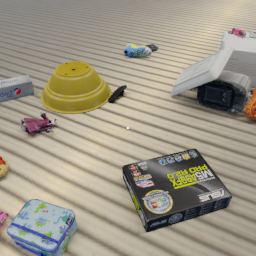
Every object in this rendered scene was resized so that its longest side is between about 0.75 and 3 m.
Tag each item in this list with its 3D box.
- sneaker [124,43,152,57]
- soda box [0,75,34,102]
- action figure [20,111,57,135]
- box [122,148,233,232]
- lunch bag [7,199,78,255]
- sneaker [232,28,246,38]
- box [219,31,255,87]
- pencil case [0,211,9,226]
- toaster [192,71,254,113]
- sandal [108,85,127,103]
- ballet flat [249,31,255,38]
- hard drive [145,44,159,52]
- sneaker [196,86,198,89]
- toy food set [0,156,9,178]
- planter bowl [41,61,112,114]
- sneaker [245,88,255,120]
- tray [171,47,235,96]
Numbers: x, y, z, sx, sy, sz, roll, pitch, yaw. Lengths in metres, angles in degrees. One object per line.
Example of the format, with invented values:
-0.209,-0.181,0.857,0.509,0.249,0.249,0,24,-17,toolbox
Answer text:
0.416,-3.695,13.790,1.452,0.550,0.763,21,57,31,sneaker
-4.646,-1.473,10.769,1.884,0.598,0.643,-18,41,-22,soda box
-2.854,-0.078,9.169,1.142,0.850,0.765,-9,79,-33,action figure
1.157,1.456,7.083,2.213,0.490,1.773,-11,39,-14,box
-1.853,2.190,6.123,1.322,0.545,1.063,14,43,19,lunch bag
4.812,-4.087,11.961,0.381,0.315,0.798,-5,38,-24,sneaker
5.067,-2.952,11.926,2.292,1.498,2.280,9,39,12,box
-3.018,2.301,6.018,0.525,0.509,1.121,3,40,3,pencil case
3.462,-1.403,10.256,2.047,1.163,1.322,17,37,30,toaster
-0.387,-1.292,10.824,0.394,0.251,1.049,12,51,43,sandal
5.558,-3.900,11.678,0.922,0.320,0.320,11,39,14,ballet flat
1.067,-4.114,14.501,0.893,0.189,0.602,-20,42,-23,hard drive
2.917,-1.813,11.425,0.864,0.325,0.451,0,43,7,sneaker
-3.835,1.124,7.714,1.010,0.248,1.020,-15,41,-18,toy food set
-2.027,-1.787,10.737,2.769,1.153,2.769,0,38,0,planter bowl
4.984,-1.078,10.198,2.777,1.013,1.071,-34,18,-31,sneaker
2.458,-1.976,9.881,0.293,2.639,1.417,38,70,-16,tray
